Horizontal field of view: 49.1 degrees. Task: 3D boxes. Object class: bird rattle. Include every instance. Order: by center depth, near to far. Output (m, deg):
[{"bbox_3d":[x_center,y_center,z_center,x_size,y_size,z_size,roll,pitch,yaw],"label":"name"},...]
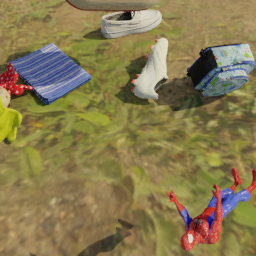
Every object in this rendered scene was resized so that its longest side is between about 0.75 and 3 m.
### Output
[{"bbox_3d":[-3.501,-0.662,7.051,1.774,1.226,2.176,-18,52,7],"label":"bird rattle"}]

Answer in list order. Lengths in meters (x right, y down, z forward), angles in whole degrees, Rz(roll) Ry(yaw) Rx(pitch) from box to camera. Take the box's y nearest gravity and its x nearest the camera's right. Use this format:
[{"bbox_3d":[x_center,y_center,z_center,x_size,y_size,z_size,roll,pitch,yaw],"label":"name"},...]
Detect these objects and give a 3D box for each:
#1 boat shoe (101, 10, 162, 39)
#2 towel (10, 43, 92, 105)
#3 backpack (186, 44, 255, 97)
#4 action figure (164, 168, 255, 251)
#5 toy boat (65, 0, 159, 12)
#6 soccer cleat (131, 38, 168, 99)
[{"bbox_3d":[0.136,-3.682,9.395,2.220,0.730,0.799,-17,56,-12],"label":"boat shoe"},{"bbox_3d":[-2.305,-1.697,8.258,1.582,0.261,2.185,-35,61,-24],"label":"towel"},{"bbox_3d":[2.574,-1.516,7.498,1.501,1.373,1.103,-14,77,-13],"label":"backpack"},{"bbox_3d":[1.173,0.911,3.861,1.711,0.558,0.847,-34,104,-36],"label":"action figure"},{"bbox_3d":[-0.411,-3.699,6.520,2.718,1.774,1.776,-8,27,-21],"label":"toy boat"},{"bbox_3d":[0.821,-1.680,8.006,0.836,0.747,2.155,22,64,9],"label":"soccer cleat"}]
